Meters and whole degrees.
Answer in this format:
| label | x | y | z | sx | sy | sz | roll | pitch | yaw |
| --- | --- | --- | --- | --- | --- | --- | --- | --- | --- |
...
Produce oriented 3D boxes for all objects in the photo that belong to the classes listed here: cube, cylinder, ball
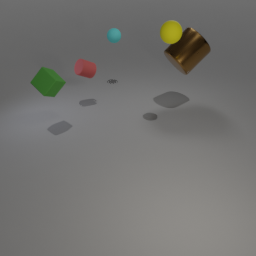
| label | x | y | z | sx | sy | sz | roll | pitch | yaw |
| --- | --- | --- | --- | --- | --- | --- | --- | --- | --- |
| cube | -2.696 | -1.544 | 9.492 | 0.700 | 0.700 | 0.700 | 44 | 13 | 9 |
| cylinder | -1.842 | -2.562 | 12.102 | 0.700 | 0.700 | 0.700 | 8 | 18 | -44 |
| ball | 1.355 | -3.018 | 8.823 | 0.700 | 0.700 | 0.700 | 0 | 30 | 0 |
| ball | -0.690 | -4.549 | 13.797 | 0.700 | 0.700 | 0.700 | 0 | 30 | 0 |
| cylinder | 2.467 | -3.201 | 11.735 | 1.400 | 1.400 | 1.400 | -45 | 35 | 7 |
